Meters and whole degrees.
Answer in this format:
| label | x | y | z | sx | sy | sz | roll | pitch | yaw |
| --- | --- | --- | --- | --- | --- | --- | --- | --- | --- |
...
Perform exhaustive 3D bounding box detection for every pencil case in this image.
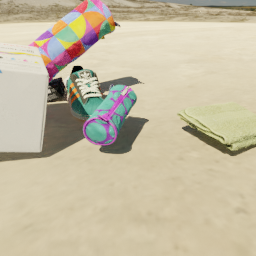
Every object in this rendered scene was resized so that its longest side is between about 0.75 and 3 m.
| label | x | y | z | sx | sy | sz | roll | pitch | yaw |
| --- | --- | --- | --- | --- | --- | --- | --- | --- | --- |
| pencil case | -1.635 | -2.590 | 8.241 | 2.870 | 1.268 | 1.268 | -39 | 35 | -9 |
| pencil case | -0.333 | -0.329 | 5.901 | 0.699 | 0.759 | 1.643 | 28 | 37 | -1 |

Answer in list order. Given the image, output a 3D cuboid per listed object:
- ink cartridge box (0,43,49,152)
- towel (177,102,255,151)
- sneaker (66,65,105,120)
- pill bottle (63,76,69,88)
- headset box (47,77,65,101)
| label | x | y | z | sx | sy | sz | roll | pitch | yaw |
| --- | --- | --- | --- | --- | --- | --- | --- | --- | --- |
| ink cartridge box | -2.656 | -0.755 | 5.819 | 1.672 | 1.643 | 2.271 | 2 | 25 | -23 |
| towel | 2.377 | -0.130 | 6.451 | 2.185 | 0.399 | 1.621 | -7 | 31 | -35 |
| sneaker | -1.250 | -1.076 | 8.067 | 0.984 | 1.102 | 2.757 | -7 | 27 | -24 |
| pill bottle | -1.895 | -1.711 | 10.189 | 0.491 | 0.491 | 0.899 | 18 | 32 | 34 |
| headset box | -2.493 | -1.269 | 9.120 | 0.793 | 0.412 | 1.066 | -18 | 26 | -1 |
